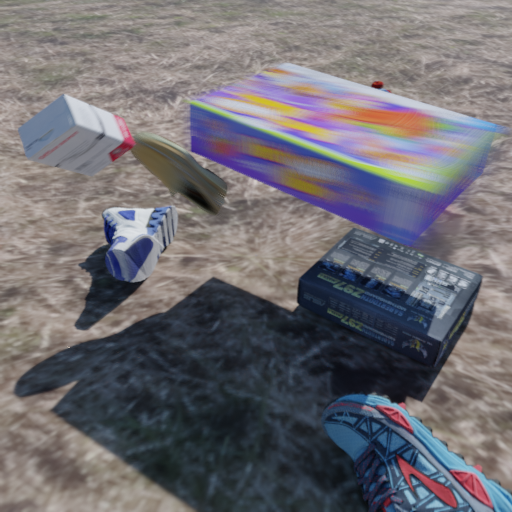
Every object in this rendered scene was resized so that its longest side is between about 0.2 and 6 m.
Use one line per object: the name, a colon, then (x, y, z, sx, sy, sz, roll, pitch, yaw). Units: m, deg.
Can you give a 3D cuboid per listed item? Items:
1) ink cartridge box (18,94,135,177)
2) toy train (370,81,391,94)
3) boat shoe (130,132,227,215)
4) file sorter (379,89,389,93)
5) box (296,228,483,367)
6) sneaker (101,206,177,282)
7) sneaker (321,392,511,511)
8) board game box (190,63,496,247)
ink cartridge box: (-2.264, -1.500, 7.123, 0.838, 0.481, 1.154, -28, -14, 20)
toy train: (3.438, -4.964, 17.879, 1.327, 0.971, 2.294, -14, 36, 2)
boat shoe: (-1.384, -1.409, 9.942, 1.998, 0.716, 0.761, 29, 52, -23)
file sorter: (3.437, -3.145, 14.683, 1.810, 1.600, 2.608, -14, 38, -20)
box: (2.422, 0.626, 10.214, 2.711, 0.692, 2.138, 23, 41, 27)
sneaker: (-2.645, -0.328, 11.454, 1.386, 0.970, 2.400, 5, 29, 13)
sneaker: (1.790, 2.810, 6.828, 1.382, 1.148, 2.894, -31, 46, -33)
board game box: (1.417, -2.008, 9.671, 4.313, 0.966, 2.900, 27, 44, 28)
